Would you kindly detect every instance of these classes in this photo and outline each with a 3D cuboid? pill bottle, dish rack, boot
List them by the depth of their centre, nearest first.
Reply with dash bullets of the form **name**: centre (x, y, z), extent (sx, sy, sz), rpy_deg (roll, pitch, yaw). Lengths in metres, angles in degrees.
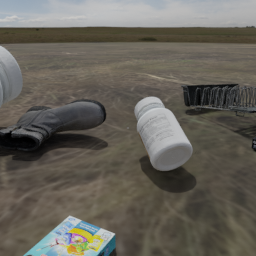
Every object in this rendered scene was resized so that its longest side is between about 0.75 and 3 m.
- **pill bottle**: centre (0.575, 0.061, 5.105), extent (0.743, 0.743, 1.300), rpy_deg (-6, 47, -17)
- **pill bottle**: centre (-3.755, -0.712, 5.721), extent (1.689, 1.689, 2.987), rpy_deg (9, 29, 23)
- **boot**: centre (-1.615, 0.020, 5.997), extent (2.144, 0.748, 1.411), rpy_deg (-7, 24, 19)
- **dish rack**: centre (3.057, -0.830, 7.792), extent (2.107, 0.749, 2.747), rpy_deg (-7, 12, -25)

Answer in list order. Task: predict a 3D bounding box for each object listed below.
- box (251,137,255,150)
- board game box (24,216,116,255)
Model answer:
- **box**: centre (3.285, 0.372, 5.604), extent (1.100, 0.273, 1.092), rpy_deg (-11, 21, -30)
- **board game box**: centre (-0.639, 1.356, 2.979), extent (0.666, 0.207, 0.882), rpy_deg (11, 22, 26)
